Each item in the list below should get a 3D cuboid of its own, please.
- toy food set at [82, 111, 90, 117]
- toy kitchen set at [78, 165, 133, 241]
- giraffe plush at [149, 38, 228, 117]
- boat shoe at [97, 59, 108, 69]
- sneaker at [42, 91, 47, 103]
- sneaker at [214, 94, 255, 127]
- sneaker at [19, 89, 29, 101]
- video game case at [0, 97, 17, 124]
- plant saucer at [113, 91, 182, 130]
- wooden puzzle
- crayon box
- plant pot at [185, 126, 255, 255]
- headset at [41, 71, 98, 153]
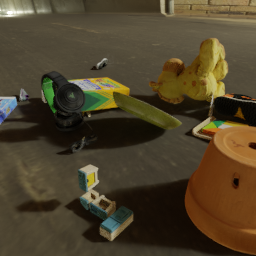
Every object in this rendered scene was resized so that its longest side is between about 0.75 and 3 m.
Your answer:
[{"bbox_3d":[-1.851,-0.581,9.706,1.084,0.218,0.748,-4,28,-8],"label":"toy food set"},{"bbox_3d":[-0.524,1.340,5.238,1.107,0.887,0.652,19,32,33],"label":"toy kitchen set"},{"bbox_3d":[2.183,-1.776,10.425,2.335,2.485,2.880,6,62,33],"label":"giraffe plush"},{"bbox_3d":[-1.310,-3.427,15.122,0.320,0.388,1.131,16,37,17],"label":"boat shoe"},{"bbox_3d":[-2.918,-1.222,10.806,0.724,0.398,0.989,-6,26,-23],"label":"sneaker"},{"bbox_3d":[4.099,-0.668,9.180,1.090,0.847,2.422,-23,33,-32],"label":"sneaker"},{"bbox_3d":[-4.096,-1.291,11.089,0.349,0.297,0.798,2,36,-18],"label":"sneaker"},{"bbox_3d":[-4.850,-0.635,9.651,1.468,0.368,1.619,-1,27,0],"label":"video game case"},{"bbox_3d":[0.493,-0.448,8.289,2.233,0.347,2.233,25,1,0],"label":"plant saucer"},{"bbox_3d":[2.932,0.063,8.379,1.556,0.290,1.439,22,34,35],"label":"wooden puzzle"},{"bbox_3d":[-1.185,-1.277,10.225,2.733,0.705,1.718,-9,27,-31],"label":"crayon box"},{"bbox_3d":[2.258,0.965,5.278,2.187,1.531,2.187,1,28,0],"label":"plant pot"},{"bbox_3d":[-1.864,-0.459,8.163,1.250,1.642,2.659,-31,64,-31],"label":"headset"}]
